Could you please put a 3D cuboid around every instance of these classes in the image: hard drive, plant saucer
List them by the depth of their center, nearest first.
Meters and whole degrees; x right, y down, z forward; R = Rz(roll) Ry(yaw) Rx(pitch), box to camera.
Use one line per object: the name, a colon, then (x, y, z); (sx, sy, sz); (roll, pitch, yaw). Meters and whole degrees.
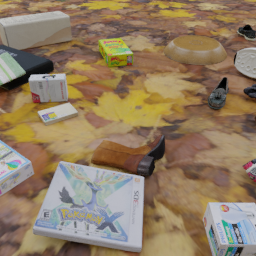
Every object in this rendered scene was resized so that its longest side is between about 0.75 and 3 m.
hard drive: (-4.393, -2.280, 10.116); (2.836, 0.466, 1.979); (22, 41, 28)
plant saucer: (2.808, -3.345, 11.634); (2.628, 0.465, 2.628); (0, 35, 0)

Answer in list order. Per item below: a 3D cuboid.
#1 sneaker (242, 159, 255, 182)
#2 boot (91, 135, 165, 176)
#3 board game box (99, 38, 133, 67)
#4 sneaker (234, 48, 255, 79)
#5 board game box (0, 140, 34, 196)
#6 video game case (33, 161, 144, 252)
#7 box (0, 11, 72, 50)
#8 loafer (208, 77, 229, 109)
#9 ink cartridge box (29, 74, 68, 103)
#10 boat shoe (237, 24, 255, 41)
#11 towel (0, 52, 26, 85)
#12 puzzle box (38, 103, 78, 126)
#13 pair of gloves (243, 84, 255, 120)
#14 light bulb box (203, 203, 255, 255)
sneaker: (2.913, 0.808, 5.876); (1.110, 0.447, 0.414); (-15, 67, -20)
boot: (0.058, 0.501, 6.372); (1.413, 0.484, 1.330); (10, 44, 26)
board game box: (-0.522, -3.061, 11.228); (0.980, 0.459, 1.930); (-9, 36, -12)
sneaker: (5.200, -2.180, 9.743); (1.808, 0.995, 2.469); (-9, 24, -37)
board game box: (-3.217, 1.054, 5.496); (1.462, 0.372, 2.175); (25, 42, 31)
video game case: (-0.582, 1.320, 5.012); (1.733, 0.191, 1.580); (11, 35, -2)
box: (-4.113, -4.368, 12.501); (2.872, 1.117, 1.364); (-20, 40, -25)
loafer: (2.751, -1.087, 8.443); (0.525, 0.460, 1.461); (15, 38, 20)
ink cartridge box: (-2.334, -1.180, 8.332); (1.023, 0.745, 0.424); (-3, 34, -6)
boat shoe: (5.747, -4.700, 13.485); (0.600, 0.532, 1.604); (2, 35, 3)
towel: (-4.471, -1.616, 8.869); (2.053, 0.240, 1.566); (-33, 54, -20)
puzzle box: (-1.943, -0.398, 7.765); (0.960, 0.122, 0.638); (-20, 40, -25)
pair of gloves: (4.423, -0.624, 7.824); (1.997, 0.277, 2.241); (2, 40, 3)
light bulb box: (1.728, 1.663, 4.523); (0.801, 0.500, 0.794); (0, 36, -1)
